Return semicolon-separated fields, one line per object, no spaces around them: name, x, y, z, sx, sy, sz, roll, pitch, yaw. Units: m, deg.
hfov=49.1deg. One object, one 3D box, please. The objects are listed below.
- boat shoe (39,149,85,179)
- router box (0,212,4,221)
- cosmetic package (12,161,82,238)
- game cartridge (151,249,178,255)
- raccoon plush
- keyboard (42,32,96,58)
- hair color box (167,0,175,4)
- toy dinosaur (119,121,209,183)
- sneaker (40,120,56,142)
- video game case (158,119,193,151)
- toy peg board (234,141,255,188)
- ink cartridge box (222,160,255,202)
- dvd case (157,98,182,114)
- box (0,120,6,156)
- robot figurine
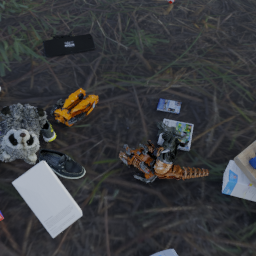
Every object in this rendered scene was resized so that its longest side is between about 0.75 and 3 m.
boat shoe;-2.315;1.153;9.635;1.822;0.604;0.681;24;53;20
router box;-5.045;2.491;8.550;1.719;0.468;1.915;-31;56;-24
cosmetic package;-1.328;1.166;4.700;0.605;0.477;1.125;-35;90;-13
game cartridge;0.764;3.957;7.400;1.621;0.328;1.081;-23;49;-19
raccoon plush;-2.548;0.339;7.125;1.034;2.138;1.433;-1;71;-3
keyboard;-3.082;-4.365;14.712;2.618;0.519;1.362;-11;73;-11
hair color box;1.760;-5.280;10.553;0.540;0.312;0.975;36;92;-16
toy dinosaur;1.196;1.038;9.517;2.880;1.471;1.955;23;73;0
sneaker;-3.261;-0.171;10.762;0.579;0.658;1.554;-32;56;-26
video game case;1.841;0.243;10.745;1.184;0.143;1.299;12;49;10
toy peg board;4.943;1.185;8.408;2.447;1.197;2.437;-26;73;-37
ink cartridge box;3.808;1.728;8.984;1.307;0.819;0.840;14;51;11
dvd case;1.748;-0.932;11.811;0.971;0.085;0.693;11;49;10
box;-4.587;0.418;10.032;2.273;0.495;1.821;-26;38;-21
robot figurine;-2.150;-0.807;11.380;1.420;0.570;1.959;27;53;22
